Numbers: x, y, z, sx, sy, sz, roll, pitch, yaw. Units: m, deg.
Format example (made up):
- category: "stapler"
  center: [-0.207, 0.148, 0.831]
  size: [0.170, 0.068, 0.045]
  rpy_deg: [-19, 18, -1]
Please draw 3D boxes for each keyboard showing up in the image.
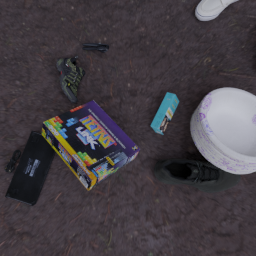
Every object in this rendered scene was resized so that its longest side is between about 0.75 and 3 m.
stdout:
- category: "keyboard"
  center: [-3.446, 1.318, 9.702]
  size: [1.444, 0.309, 2.405]
  rpy_deg: [19, 76, -2]

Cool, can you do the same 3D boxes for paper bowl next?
- category: "paper bowl"
  center: [3.368, 0.166, 9.099]
  size: [2.779, 1.445, 2.779]
  rpy_deg: [7, 57, -11]

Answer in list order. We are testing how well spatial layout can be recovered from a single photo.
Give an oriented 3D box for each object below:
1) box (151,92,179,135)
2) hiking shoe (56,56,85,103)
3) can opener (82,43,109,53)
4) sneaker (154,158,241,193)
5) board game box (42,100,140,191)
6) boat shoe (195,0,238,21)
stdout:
- category: "box"
  center: [1.321, -0.514, 9.917]
  size: [0.343, 0.575, 1.397]
  rpy_deg: [19, 76, 32]
- category: "hiking shoe"
  center: [-1.996, -1.822, 10.231]
  size: [0.935, 0.703, 1.857]
  rpy_deg: [-17, 76, -1]
- category: "can opener"
  center: [-1.244, -3.119, 10.748]
  size: [1.084, 0.426, 0.344]
  rpy_deg: [10, 85, 12]
- category: "sneaker"
  center: [2.314, 1.531, 9.136]
  size: [2.839, 1.289, 1.078]
  rpy_deg: [3, 76, -1]
- category: "board game box"
  center: [-1.197, 0.443, 9.064]
  size: [2.066, 0.709, 2.500]
  rpy_deg: [-31, 68, -36]
- category: "boat shoe"
  center: [3.744, -5.151, 10.941]
  size: [2.527, 0.882, 0.896]
  rpy_deg: [-31, 78, -7]
